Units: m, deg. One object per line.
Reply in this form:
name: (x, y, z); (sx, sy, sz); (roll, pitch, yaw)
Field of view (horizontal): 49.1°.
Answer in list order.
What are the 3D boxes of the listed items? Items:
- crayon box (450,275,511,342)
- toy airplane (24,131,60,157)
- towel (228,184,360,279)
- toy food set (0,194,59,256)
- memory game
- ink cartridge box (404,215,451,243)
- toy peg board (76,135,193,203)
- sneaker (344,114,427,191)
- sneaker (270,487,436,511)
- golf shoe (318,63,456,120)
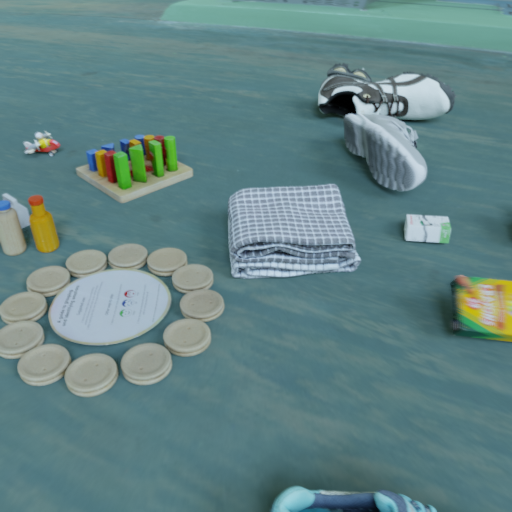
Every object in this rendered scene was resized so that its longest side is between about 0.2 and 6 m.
crayon box: (3.457, 0.764, 7.923); (1.291, 0.328, 0.820); (6, 67, -3)
toy airplane: (-5.166, -2.677, 13.330); (0.774, 0.549, 0.778); (-24, 42, -30)
towel: (0.599, -0.462, 9.712); (2.182, 0.934, 1.807); (-3, 35, -4)
toy food set: (-4.643, -0.784, 10.095); (2.292, 1.031, 1.094); (27, 42, 34)
memory game: (-2.174, 0.809, 8.481); (3.412, 0.217, 3.412); (0, 35, 0)
ink cartridge box: (3.119, -0.498, 10.244); (0.763, 0.322, 0.557); (4, 27, 10)
toy peg board: (-2.699, -2.166, 12.243); (1.883, 0.921, 1.875); (-28, 43, -35)
sneaker: (2.975, -2.485, 12.098); (1.317, 1.200, 3.212); (-14, 36, -6)
sneaker: (1.363, 2.678, 4.834); (2.768, 1.195, 1.074); (5, 34, 7)
golf shoe: (3.352, -3.996, 14.867); (3.583, 1.393, 1.693); (13, 53, 22)
